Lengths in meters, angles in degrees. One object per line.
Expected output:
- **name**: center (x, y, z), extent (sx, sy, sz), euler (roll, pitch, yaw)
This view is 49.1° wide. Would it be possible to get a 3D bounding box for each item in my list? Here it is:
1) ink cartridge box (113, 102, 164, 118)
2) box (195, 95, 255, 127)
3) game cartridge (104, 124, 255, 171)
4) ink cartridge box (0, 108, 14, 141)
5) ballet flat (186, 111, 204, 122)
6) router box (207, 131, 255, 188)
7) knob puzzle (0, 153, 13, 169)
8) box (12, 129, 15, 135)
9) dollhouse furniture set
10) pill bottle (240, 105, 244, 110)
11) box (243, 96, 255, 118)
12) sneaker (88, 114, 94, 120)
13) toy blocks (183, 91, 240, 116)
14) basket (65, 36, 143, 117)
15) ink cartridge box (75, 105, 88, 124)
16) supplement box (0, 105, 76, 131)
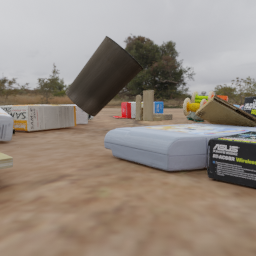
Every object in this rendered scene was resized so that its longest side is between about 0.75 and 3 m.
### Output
- **ink cartridge box**: center (0.512, -0.989, 15.314), extent (2.550, 0.858, 1.482), euler (-2, 5, -11)
- **box**: center (1.702, -0.188, 4.918), extent (0.843, 0.110, 1.032), euler (29, -11, 3)
- **game cartridge**: center (1.029, 0.200, 4.158), extent (2.330, 0.484, 1.552), euler (-3, 2, -37)
- **ink cartridge box**: center (-4.075, -0.339, 5.679), extent (2.709, 0.644, 2.741), euler (2, 9, -36)
- **ballet flat**: center (3.127, -0.677, 12.814), extent (0.712, 0.673, 2.113), euler (-2, 5, 2)
- **router box**: center (1.631, 0.316, 2.691), extent (1.031, 0.428, 1.376), euler (-5, 7, -44)
- **knob puzzle**: center (-2.287, 0.402, 2.520), extent (2.095, 0.291, 2.095), euler (1, 5, 0)
- **box**: center (-3.725, 0.114, 6.570), extent (1.602, 0.170, 1.309), euler (1, 4, 15)
- **dollhouse furniture set**: center (1.214, -1.062, 13.315), extent (1.662, 1.354, 1.580), euler (-4, 6, -39)
- **pill bottle**: center (6.507, -0.872, 14.850), extent (0.727, 0.727, 1.215), euler (-1, 5, -9)
- **box**: center (4.393, -0.294, 6.628), extent (2.664, 0.590, 2.134), euler (9, 6, 5)
- **sneaker**: center (-2.176, -0.490, 12.222), extent (1.401, 0.527, 0.568), euler (5, -5, 14)
- **toy blocks**: center (3.452, -0.941, 11.149), extent (2.039, 0.740, 1.699), euler (7, 28, 33)
- **basket**: center (-0.741, -1.409, 8.037), extent (1.344, 1.976, 1.781), euler (38, 7, -28)
- **ink cartridge box**: center (-2.388, -0.540, 10.873), extent (1.265, 0.734, 1.713), euler (-2, 7, -24)
- **supplement box**: center (-2.656, -0.336, 8.440), extent (1.242, 0.725, 1.971), euler (1, 5, 28)
